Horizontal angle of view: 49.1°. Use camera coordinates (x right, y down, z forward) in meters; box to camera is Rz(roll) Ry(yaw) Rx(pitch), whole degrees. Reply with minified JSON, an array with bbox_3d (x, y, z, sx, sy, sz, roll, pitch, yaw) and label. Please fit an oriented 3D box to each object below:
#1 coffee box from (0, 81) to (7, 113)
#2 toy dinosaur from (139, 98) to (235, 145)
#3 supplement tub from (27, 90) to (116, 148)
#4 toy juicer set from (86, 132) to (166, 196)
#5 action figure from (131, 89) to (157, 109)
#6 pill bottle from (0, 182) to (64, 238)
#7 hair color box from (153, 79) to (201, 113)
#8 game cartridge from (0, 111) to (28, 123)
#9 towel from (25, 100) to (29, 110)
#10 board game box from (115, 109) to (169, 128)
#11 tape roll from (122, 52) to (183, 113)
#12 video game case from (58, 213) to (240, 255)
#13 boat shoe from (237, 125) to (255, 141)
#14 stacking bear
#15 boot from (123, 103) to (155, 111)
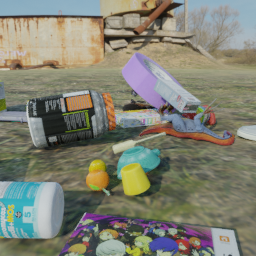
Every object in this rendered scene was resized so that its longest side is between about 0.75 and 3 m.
[{"bbox_3d":[-6.176,-1.198,11.668,1.490,1.476,1.493,2,15,6],"label":"coffee box"},{"bbox_3d":[2.040,0.048,8.765,2.264,2.495,1.310,46,21,21],"label":"toy dinosaur"},{"bbox_3d":[-1.540,-0.294,7.810,2.243,1.374,1.374,-9,17,-11],"label":"supplement tub"},{"bbox_3d":[-0.030,0.817,6.121,1.510,0.646,2.374,-13,13,22],"label":"toy juicer set"},{"bbox_3d":[1.086,-1.400,12.787,1.903,1.131,0.971,5,32,0],"label":"action figure"},{"bbox_3d":[-1.731,1.194,4.120,1.440,0.798,0.798,0,15,1],"label":"pill bottle"},{"bbox_3d":[1.539,-1.033,8.892,0.711,0.435,1.435,-2,36,-39],"label":"hair color box"},{"bbox_3d":[-4.524,-0.452,11.303,1.518,0.291,0.984,2,19,8],"label":"game cartridge"},{"bbox_3d":[-4.315,-1.188,14.025,1.565,0.248,2.180,-3,15,-15],"label":"towel"},{"bbox_3d":[0.512,-0.408,10.926,1.978,0.339,1.330,-6,17,-22],"label":"board game box"},{"bbox_3d":[1.062,-1.784,11.017,2.653,0.870,2.653,32,25,-17],"label":"tape roll"},{"bbox_3d":[0.196,1.694,3.064,2.114,0.379,1.916,3,15,12],"label":"video game case"},{"bbox_3d":[4.519,-0.024,8.678,2.151,0.766,0.750,2,15,7],"label":"boat shoe"},{"bbox_3d":[2.467,-0.380,10.269,1.300,0.739,0.789,-15,21,-30],"label":"stacking bear"},{"bbox_3d":[0.251,-0.968,12.656,1.506,0.548,1.600,-6,15,-20],"label":"boot"}]
